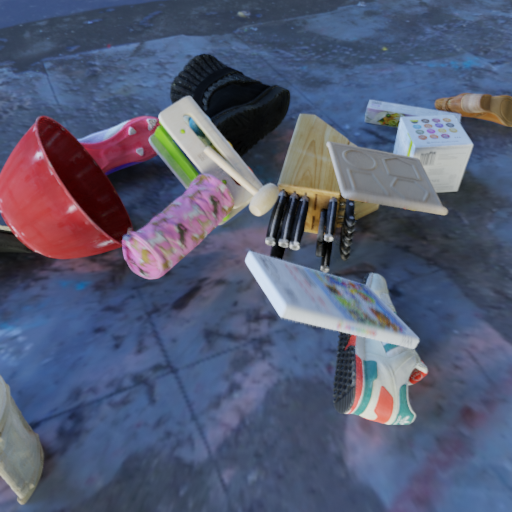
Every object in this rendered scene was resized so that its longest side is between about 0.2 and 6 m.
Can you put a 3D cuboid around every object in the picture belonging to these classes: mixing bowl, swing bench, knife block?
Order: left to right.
[{"bbox_3d":[-3.548,2.178,7.052,1.579,1.571,1.025,9,45,9],"label":"swing bench"},{"bbox_3d":[-3.519,-0.936,9.905,1.441,2.661,2.661,-32,48,6],"label":"mixing bowl"},{"bbox_3d":[0.848,-1.229,10.853,2.968,1.082,3.381,-23,50,-24],"label":"knife block"}]

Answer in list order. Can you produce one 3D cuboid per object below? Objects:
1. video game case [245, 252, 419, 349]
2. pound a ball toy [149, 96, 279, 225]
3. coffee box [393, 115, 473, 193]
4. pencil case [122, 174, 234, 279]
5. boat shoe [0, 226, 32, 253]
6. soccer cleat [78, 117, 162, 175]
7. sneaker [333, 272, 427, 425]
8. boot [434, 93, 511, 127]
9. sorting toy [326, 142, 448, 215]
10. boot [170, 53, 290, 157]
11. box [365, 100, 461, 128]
[{"bbox_3d":[0.952,0.559,7.219,2.012,0.181,1.441,16,19,-26],"label":"video game case"},{"bbox_3d":[-0.652,-1.783,10.425,1.110,1.704,2.613,-41,91,-27],"label":"pound a ball toy"},{"bbox_3d":[3.619,-2.130,11.716,1.181,1.183,1.170,-3,45,-3],"label":"coffee box"},{"bbox_3d":[-1.293,-0.538,9.475,0.931,0.890,2.151,49,53,-6],"label":"pencil case"},{"bbox_3d":[-5.371,-0.171,10.008,2.763,1.011,0.866,1,79,-12],"label":"boat shoe"},{"bbox_3d":[-3.457,-2.164,12.040,3.323,1.108,1.270,-22,12,-11],"label":"soccer cleat"},{"bbox_3d":[1.933,1.405,8.493,1.207,0.909,2.582,21,44,-3],"label":"sneaker"},{"bbox_3d":[5.357,-3.533,13.611,1.774,0.680,1.378,-1,10,-32],"label":"boot"},{"bbox_3d":[2.225,-1.343,9.875,1.831,0.361,1.978,8,36,-11],"label":"sorting toy"},{"bbox_3d":[-1.092,-3.415,12.883,2.590,1.303,3.464,29,41,18],"label":"boot"},{"bbox_3d":[3.739,-3.304,13.456,2.203,0.426,0.457,12,46,12],"label":"box"}]
